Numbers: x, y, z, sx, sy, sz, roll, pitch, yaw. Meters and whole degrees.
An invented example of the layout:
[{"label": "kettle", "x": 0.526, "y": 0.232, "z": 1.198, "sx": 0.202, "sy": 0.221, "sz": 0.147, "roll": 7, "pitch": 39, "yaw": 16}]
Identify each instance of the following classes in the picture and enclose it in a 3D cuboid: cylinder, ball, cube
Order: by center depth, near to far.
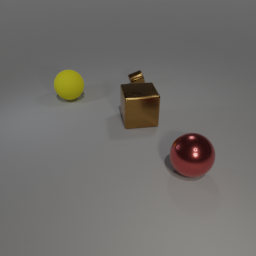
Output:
[{"label": "ball", "x": 2.015, "y": 0.844, "z": 8.804, "sx": 1.400, "sy": 1.400, "sz": 1.400, "roll": 0, "pitch": 33, "yaw": 0}, {"label": "cube", "x": 0.463, "y": -0.947, "z": 11.613, "sx": 1.400, "sy": 1.400, "sz": 1.400, "roll": -5, "pitch": 33, "yaw": -7}, {"label": "ball", "x": -2.786, "y": -2.046, "z": 13.270, "sx": 1.400, "sy": 1.400, "sz": 1.400, "roll": 0, "pitch": 33, "yaw": 0}, {"label": "cylinder", "x": 0.433, "y": -2.561, "z": 14.575, "sx": 0.700, "sy": 0.700, "sz": 0.700, "roll": -22, "pitch": 35, "yaw": -1}]
